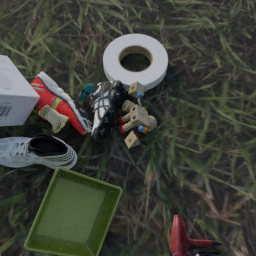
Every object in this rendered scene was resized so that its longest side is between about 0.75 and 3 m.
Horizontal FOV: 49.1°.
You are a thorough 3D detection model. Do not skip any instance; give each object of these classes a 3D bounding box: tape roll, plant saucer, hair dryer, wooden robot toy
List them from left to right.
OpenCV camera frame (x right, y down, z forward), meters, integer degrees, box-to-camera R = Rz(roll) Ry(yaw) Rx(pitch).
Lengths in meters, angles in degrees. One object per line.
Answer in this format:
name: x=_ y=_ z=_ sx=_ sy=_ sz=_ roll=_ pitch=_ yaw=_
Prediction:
plant saucer: x=-1.439 y=2.292 z=7.531 sx=2.119 sy=0.507 sz=2.116 roll=26 pitch=81 yaw=-31
tape roll: x=0.286 y=-2.499 z=10.639 sx=2.488 sy=0.455 sz=2.488 roll=0 pitch=65 yaw=-1
wooden robot toy: x=0.431 y=-0.289 z=9.484 sx=1.127 sy=1.094 sz=2.483 roll=25 pitch=49 yaw=-34
hair dryer: x=1.829 y=3.298 z=7.955 sx=1.378 sy=0.492 sz=1.809 roll=-27 pitch=71 yaw=-31

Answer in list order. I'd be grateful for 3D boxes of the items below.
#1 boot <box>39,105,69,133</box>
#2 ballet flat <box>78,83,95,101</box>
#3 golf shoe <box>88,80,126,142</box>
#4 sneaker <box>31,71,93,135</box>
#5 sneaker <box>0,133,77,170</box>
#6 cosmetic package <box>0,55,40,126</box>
boot: x=-2.435 y=-0.284 z=8.907 sx=0.869 sy=1.118 sz=0.407 roll=34 pitch=61 yaw=-17
ballet flat: x=-1.447 y=-1.320 z=9.752 sx=0.341 sy=1.013 sz=0.323 roll=28 pitch=47 yaw=-22
golf shoe: x=-0.907 y=-0.602 z=9.598 sx=1.124 sy=0.925 sz=2.379 roll=9 pitch=59 yaw=20
sneaker: x=-2.363 y=-0.639 z=9.593 sx=1.246 sy=1.130 sz=2.935 roll=-47 pitch=69 yaw=0
sneaker: x=-3.052 y=0.529 z=8.526 sx=2.832 sy=1.630 sz=1.069 roll=5 pitch=64 yaw=3
cosmetic package: x=-4.538 y=-1.274 z=8.901 sx=2.269 sy=2.262 sz=1.395 roll=49 pitch=115 yaw=20
